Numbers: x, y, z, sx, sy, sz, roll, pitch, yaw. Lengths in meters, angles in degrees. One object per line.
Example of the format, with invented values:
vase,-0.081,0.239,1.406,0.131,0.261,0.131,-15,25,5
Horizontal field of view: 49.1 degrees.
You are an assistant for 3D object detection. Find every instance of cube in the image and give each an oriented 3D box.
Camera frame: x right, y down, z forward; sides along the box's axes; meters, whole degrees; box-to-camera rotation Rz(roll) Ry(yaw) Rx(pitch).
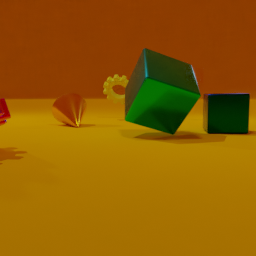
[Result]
cube,2.399,-0.387,6.960,0.938,0.938,0.938,0,7,8
cube,0.700,-0.808,6.291,1.229,1.229,1.229,16,41,-14

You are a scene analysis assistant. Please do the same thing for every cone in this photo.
cone,-1.608,-0.307,8.286,1.082,1.082,1.086,-3,34,-25

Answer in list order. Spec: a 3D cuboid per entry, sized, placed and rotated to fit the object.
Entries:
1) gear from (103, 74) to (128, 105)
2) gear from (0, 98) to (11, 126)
gear,-0.317,-1.432,10.571,1.224,1.224,0.226,1,44,13
gear,-2.708,-0.057,4.227,1.705,0.315,1.705,-20,-2,-1
